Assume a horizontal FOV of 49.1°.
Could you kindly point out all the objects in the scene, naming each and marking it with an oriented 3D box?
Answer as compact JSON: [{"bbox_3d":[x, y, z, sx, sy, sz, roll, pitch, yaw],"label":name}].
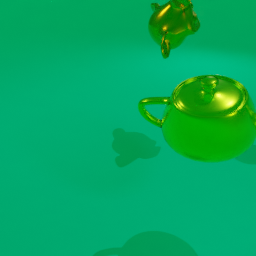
[{"bbox_3d":[1.077,-0.200,3.520,1.949,0.955,1.212,3,43,17],"label":"teapot"},{"bbox_3d":[0.885,-2.426,6.115,1.101,1.314,1.827,-22,53,22],"label":"monkey head"}]
